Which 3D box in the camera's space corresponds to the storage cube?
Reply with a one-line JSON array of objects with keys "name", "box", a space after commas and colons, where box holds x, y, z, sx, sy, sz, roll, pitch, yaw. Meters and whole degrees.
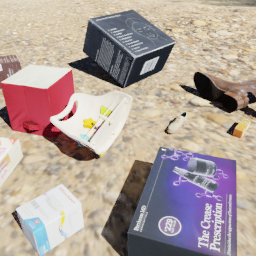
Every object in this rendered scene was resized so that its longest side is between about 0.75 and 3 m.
[{"name": "storage cube", "box": [-2.803, -0.926, 9.164, 1.637, 1.721, 1.915, 9, 33, 14]}]

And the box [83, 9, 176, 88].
[{"name": "box", "box": [0.031, -3.657, 12.560, 2.824, 1.780, 2.873, 45, 49, 17]}]

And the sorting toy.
[{"name": "sorting toy", "box": [-1.156, -0.270, 8.005, 1.828, 1.085, 2.031, 26, 55, 15]}]

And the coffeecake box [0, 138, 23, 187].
[{"name": "coffeecake box", "box": [-3.965, 0.851, 7.375, 1.799, 0.657, 1.381, 5, 33, 7]}]

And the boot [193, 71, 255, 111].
[{"name": "boot", "box": [4.404, -1.730, 11.169, 2.813, 0.904, 2.622, -19, 47, -24]}]

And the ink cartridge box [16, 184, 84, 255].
[{"name": "ink cartridge box", "box": [-1.558, 1.845, 5.730, 1.050, 0.767, 0.770, -26, 41, -34]}]

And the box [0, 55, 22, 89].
[{"name": "box", "box": [-5.292, -2.425, 12.054, 1.307, 1.085, 1.073, -16, 36, -23]}]

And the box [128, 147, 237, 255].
[{"name": "box", "box": [1.233, 1.651, 5.834, 1.851, 1.034, 2.622, 7, 34, 16]}]

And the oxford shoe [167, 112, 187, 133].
[{"name": "oxford shoe", "box": [1.617, -0.193, 9.220, 0.394, 0.411, 1.115, 20, 38, 28]}]

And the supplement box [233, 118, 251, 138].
[{"name": "supplement box", "box": [3.686, -0.010, 9.058, 0.286, 0.296, 0.861, 23, 37, 28]}]
